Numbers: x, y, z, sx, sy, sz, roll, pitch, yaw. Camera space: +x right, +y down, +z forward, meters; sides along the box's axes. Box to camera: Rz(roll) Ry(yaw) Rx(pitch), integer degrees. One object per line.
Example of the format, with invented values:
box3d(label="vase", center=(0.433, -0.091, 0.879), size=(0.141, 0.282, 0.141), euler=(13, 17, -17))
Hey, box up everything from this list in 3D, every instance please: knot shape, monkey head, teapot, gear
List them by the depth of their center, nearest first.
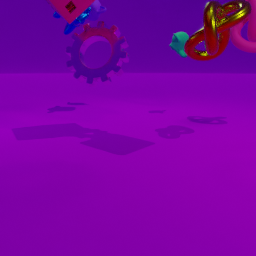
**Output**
box3d(label="knot shape", center=(1.865, -2.112, 6.016), size=(0.752, 1.627, 1.523), euler=(41, 26, 11))
box3d(label="gear", center=(-0.689, -1.646, 6.263), size=(1.422, 1.422, 0.263), euler=(3, -6, 14))
box3d(label="knot shape", center=(3.383, -2.975, 7.493), size=(1.738, 1.626, 0.803), euler=(-40, 25, -27))
box3d(label="monkey head", center=(1.831, -2.828, 9.459), size=(1.101, 0.664, 0.792), euler=(-7, 56, -45))
box3d(label="monkey head", center=(-2.061, -3.995, 9.589), size=(1.199, 1.989, 1.431), euler=(34, -48, -29))
box3d(label="teapot", center=(-1.479, -4.755, 10.975), size=(1.544, 0.756, 0.960), euler=(27, -20, 27))

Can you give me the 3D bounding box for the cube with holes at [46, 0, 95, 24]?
box3d(label="cube with holes", center=(-1.253, -3.159, 5.397), size=(1.356, 1.356, 1.356), euler=(46, 4, -43))
